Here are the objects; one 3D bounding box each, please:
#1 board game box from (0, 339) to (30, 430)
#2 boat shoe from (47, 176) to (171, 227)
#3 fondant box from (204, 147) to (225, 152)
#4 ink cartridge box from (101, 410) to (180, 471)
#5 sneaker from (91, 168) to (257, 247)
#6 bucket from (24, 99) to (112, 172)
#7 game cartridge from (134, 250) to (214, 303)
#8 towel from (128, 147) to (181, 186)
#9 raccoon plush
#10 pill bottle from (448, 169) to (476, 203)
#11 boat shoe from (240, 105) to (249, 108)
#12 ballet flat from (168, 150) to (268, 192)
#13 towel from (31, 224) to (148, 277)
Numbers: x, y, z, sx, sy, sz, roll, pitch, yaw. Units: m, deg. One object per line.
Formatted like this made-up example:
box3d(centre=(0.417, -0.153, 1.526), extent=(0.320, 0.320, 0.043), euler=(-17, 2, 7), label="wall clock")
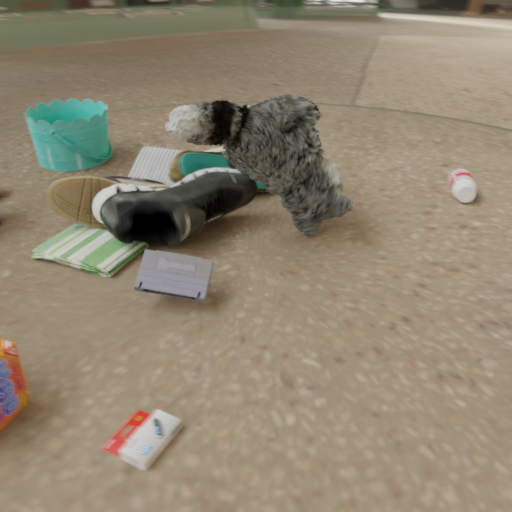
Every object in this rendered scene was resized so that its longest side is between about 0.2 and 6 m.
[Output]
box3d(centre=(-3.517, 1.587, 6.749), extent=(0.963, 0.962, 0.963), euler=(11, 32, 18), label="board game box")
box3d(centre=(-2.809, -1.148, 11.446), extent=(2.764, 0.994, 0.896), euler=(-2, 13, -22), label="boat shoe")
box3d(centre=(-0.368, -2.475, 14.247), extent=(1.602, 0.467, 1.156), euler=(-21, 36, -33), label="fondant box")
box3d(centre=(-1.365, 2.117, 6.648), extent=(0.646, 0.164, 0.733), euler=(15, 33, 23), label="ink cartridge box")
box3d(centre=(-1.363, -0.837, 10.747), extent=(3.286, 1.092, 1.487), euler=(-12, 38, -21), label="sneaker")
box3d(centre=(-4.779, -3.138, 14.487), extent=(2.118, 1.378, 2.118), euler=(0, 31, 0), label="bucket")
box3d(centre=(-1.305, 0.310, 8.985), extent=(1.146, 0.220, 0.743), euler=(10, 55, 2), label="game cartridge")
box3d(centre=(-2.183, -1.872, 12.864), extent=(1.177, 0.608, 1.421), euler=(9, 45, 1), label="towel")
box3d(centre=(0.129, -1.448, 10.302), extent=(3.557, 2.384, 1.721), euler=(-14, -12, -31), label="raccoon plush")
box3d(centre=(4.658, -1.564, 12.624), extent=(0.515, 0.515, 0.918), euler=(5, 31, 8), label="pill bottle")
box3d(centre=(-0.331, -3.647, 15.805), extent=(0.977, 1.068, 2.858), euler=(-11, 22, -14), label="boat shoe")
box3d(centre=(-0.683, -1.850, 12.603), extent=(2.895, 0.982, 1.047), euler=(-6, -3, -33), label="ballet flat")
box3d(centre=(-3.095, -0.128, 10.489), extent=(1.772, 0.207, 1.352), euler=(11, 32, 21), label="towel")
